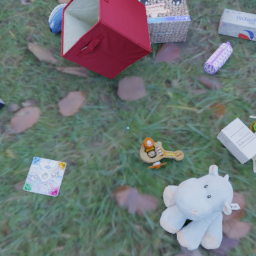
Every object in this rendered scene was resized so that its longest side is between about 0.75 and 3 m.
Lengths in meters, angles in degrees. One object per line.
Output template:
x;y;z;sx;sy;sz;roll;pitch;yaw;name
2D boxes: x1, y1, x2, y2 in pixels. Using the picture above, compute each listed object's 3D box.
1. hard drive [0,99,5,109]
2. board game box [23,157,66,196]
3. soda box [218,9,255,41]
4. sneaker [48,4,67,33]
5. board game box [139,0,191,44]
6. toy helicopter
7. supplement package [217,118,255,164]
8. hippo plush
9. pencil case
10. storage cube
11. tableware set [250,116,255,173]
-5.419;-1.027;10.053;1.718;0.364;1.159;36;71;15;hard drive
-2.682;1.543;9.034;1.119;0.145;1.119;10;66;4;board game box
4.800;-4.073;11.236;2.151;0.682;0.734;13;67;6;soda box
-2.159;-4.517;11.321;2.314;0.909;1.032;-39;69;-16;sneaker
1.273;-4.721;11.252;1.918;1.165;2.406;-5;66;-2;board game box
1.103;0.913;9.112;1.462;0.577;0.967;6;64;-5;toy helicopter
3.670;0.436;9.167;0.734;0.743;1.225;-36;71;-8;supplement package
2.184;2.238;7.678;2.542;2.044;2.025;-10;66;-5;hippo plush
3.452;-2.660;10.667;0.572;0.582;1.362;36;72;13;pencil case
-0.768;-3.409;9.665;2.243;2.133;2.496;19;57;-40;storage cube
4.910;0.530;9.379;1.507;0.343;2.237;7;66;3;tableware set
